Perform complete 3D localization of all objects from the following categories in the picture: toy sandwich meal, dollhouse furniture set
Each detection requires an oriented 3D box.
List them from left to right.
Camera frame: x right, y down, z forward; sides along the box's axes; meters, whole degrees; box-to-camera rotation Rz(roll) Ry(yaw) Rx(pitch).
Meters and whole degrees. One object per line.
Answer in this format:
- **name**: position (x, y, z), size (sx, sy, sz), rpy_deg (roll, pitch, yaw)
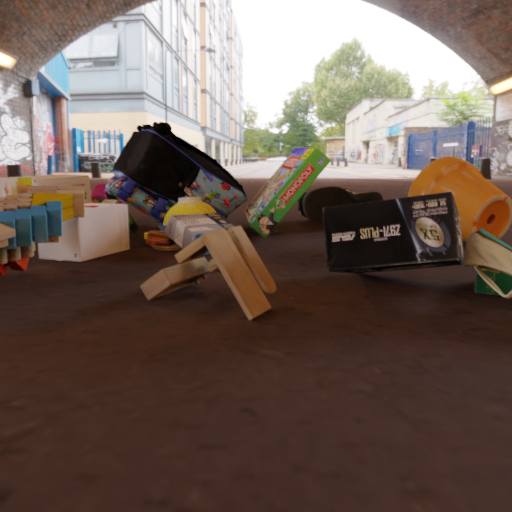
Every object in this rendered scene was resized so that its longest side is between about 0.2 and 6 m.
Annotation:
- **toy sandwich meal**: position (-1.601, -0.308, 10.472), size (0.916, 0.314, 0.916), rpy_deg (0, 10, 0)
- **dollhouse furniture set**: position (-0.494, 0.421, 6.564), size (1.255, 1.022, 1.193), rpy_deg (-34, -7, 26)

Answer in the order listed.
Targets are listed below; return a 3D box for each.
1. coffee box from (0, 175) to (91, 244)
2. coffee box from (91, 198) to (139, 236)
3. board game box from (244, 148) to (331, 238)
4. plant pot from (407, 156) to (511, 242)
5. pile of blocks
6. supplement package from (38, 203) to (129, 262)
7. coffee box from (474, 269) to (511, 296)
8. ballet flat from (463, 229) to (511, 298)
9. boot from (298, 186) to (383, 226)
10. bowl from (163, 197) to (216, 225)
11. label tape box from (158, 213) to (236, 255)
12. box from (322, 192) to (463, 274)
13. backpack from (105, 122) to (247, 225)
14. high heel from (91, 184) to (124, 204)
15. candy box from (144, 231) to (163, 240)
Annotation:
- **coffee box**: position (-4.307, -0.997, 11.524), size (1.285, 1.297, 1.299), rpy_deg (5, 13, 31)
- **coffee box**: position (-3.302, -0.860, 12.151), size (1.415, 0.870, 0.311), rpy_deg (5, 51, 34)
- **board game box**: position (0.584, -1.516, 12.569), size (0.443, 2.046, 3.041), rpy_deg (38, 6, -10)
- **plant pot**: position (4.115, -0.960, 11.074), size (1.658, 1.658, 1.518), rpy_deg (-5, 27, -25)
- **pile of blocks**: position (-3.502, -0.075, 7.424), size (1.414, 1.071, 3.446), rpy_deg (20, 27, 29)
- **supplement package**: position (-2.948, -0.440, 9.664), size (0.865, 0.854, 1.427), rpy_deg (4, 11, 20)
- **coffee box**: position (3.543, 0.297, 6.908), size (1.547, 0.340, 0.951), rpy_deg (5, 11, 26)
- **ballet flat**: position (2.994, 0.298, 6.084), size (0.600, 0.600, 1.728), rpy_deg (-7, 31, -36)
- **boot**: position (1.611, -1.217, 14.001), size (2.714, 0.980, 2.050), rpy_deg (-4, 7, -39)
- **bowl**: position (-1.357, -0.887, 11.620), size (1.198, 0.645, 1.198), rpy_deg (-4, 4, 0)
- **label tape box**: position (-1.031, -0.494, 10.168), size (1.001, 0.462, 1.397), rpy_deg (-6, 29, -35)
- **box**: position (1.800, -0.219, 7.106), size (1.486, 0.782, 1.815), rpy_deg (-6, -5, 21)
- **backpack**: position (-1.812, -1.620, 13.220), size (2.933, 1.973, 2.678), rpy_deg (31, -2, -24)
- **high heel**: position (-3.768, -1.299, 14.363), size (1.405, 0.986, 2.929), rpy_deg (7, 10, 15)
- **candy box**: position (-1.578, -0.393, 11.372), size (1.287, 0.170, 0.658), rpy_deg (6, 12, 33)
